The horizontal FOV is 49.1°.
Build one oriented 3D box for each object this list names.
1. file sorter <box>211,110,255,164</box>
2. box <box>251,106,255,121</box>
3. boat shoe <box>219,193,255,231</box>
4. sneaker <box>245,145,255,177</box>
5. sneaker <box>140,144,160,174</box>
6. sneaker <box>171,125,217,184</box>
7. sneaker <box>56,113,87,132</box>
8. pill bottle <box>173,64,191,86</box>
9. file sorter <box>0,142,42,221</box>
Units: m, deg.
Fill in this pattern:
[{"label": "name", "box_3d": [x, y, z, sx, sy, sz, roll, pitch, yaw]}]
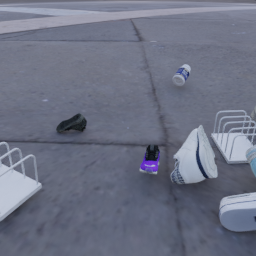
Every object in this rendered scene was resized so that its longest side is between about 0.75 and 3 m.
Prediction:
[{"label": "file sorter", "box_3d": [2.719, 0.188, 6.897, 0.875, 0.785, 1.261, -2, 30, -3]}, {"label": "box", "box_3d": [3.976, -0.093, 7.414, 0.684, 0.569, 1.664, 13, 30, -9]}, {"label": "boat shoe", "box_3d": [2.466, 1.293, 4.677, 1.835, 0.675, 0.600, -5, 23, 18]}, {"label": "sneaker", "box_3d": [3.572, 0.932, 5.634, 2.502, 0.925, 1.025, 3, 58, -13]}, {"label": "sneaker", "box_3d": [0.481, 0.618, 5.938, 0.369, 0.528, 1.062, 7, 10, 8]}, {"label": "sneaker", "box_3d": [1.436, 0.556, 6.266, 0.841, 0.798, 2.089, -28, 6, 22]}, {"label": "sneaker", "box_3d": [-1.527, -0.034, 7.782, 0.917, 0.525, 0.350, -25, 46, 15]}, {"label": "pill bottle", "box_3d": [2.081, -2.047, 10.720, 0.478, 0.478, 0.861, 16, 53, 26]}, {"label": "file sorter", "box_3d": [-2.554, 0.799, 5.235, 1.463, 0.911, 1.015, 20, 34, 21]}]
